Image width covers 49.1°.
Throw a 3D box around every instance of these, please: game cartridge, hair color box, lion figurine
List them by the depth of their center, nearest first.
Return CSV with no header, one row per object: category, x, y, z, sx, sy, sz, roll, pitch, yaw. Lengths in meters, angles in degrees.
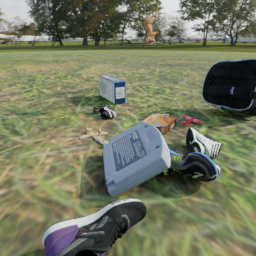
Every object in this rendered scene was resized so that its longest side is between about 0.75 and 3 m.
game cartridge,0.157,0.593,6.614,1.534,0.479,2.304,-25,20,3
lion figurine,0.873,-4.142,11.688,0.787,1.285,0.466,-27,14,-38
hair color box,-0.779,-1.932,13.791,0.639,1.056,2.112,-9,21,-23

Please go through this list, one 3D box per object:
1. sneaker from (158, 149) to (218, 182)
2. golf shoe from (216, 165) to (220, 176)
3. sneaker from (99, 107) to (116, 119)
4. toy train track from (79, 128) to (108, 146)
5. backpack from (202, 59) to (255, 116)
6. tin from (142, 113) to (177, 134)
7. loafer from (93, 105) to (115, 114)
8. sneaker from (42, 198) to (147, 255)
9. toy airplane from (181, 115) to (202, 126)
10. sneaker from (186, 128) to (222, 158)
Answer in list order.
sneaker,1.105,0.908,6.454,1.950,0.691,0.808,10,31,38
golf shoe,1.828,0.948,6.820,0.838,0.316,0.384,18,14,28
sneaker,-0.967,-0.590,11.061,0.512,0.335,0.916,-16,26,-41
toy train track,-0.937,0.239,8.817,0.946,0.268,1.650,-12,23,-29
backpack,4.339,-1.639,11.352,2.441,2.167,1.838,15,-2,44
tin,1.124,-0.185,9.942,0.965,0.361,1.723,14,23,23
loafer,-0.997,-0.835,11.785,1.018,0.320,0.366,-13,23,-32
sneaker,-0.376,1.707,4.315,1.710,0.647,0.749,-16,35,-23
toy airplane,2.304,-0.252,10.370,0.857,0.158,0.857,3,23,-1
sneaker,2.176,0.464,8.001,0.802,0.526,1.395,6,26,-8
